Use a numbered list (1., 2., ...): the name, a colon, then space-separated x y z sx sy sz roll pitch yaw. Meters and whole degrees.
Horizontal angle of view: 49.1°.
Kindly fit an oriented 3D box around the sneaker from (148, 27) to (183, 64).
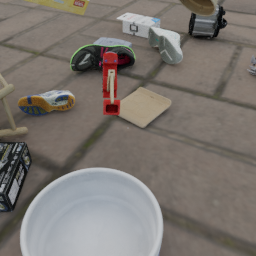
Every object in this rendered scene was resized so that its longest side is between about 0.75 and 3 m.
1. sneaker: 1.835 -3.711 12.156 1.181 1.036 2.947 -7 40 -13

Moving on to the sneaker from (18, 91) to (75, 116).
1. sneaker: -2.645 -0.863 9.169 1.772 0.667 0.781 -4 27 -14

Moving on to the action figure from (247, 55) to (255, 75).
1. action figure: 5.704 -2.570 10.981 1.550 0.826 2.382 34 54 27

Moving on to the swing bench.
1. swing bench: -4.772 -0.656 7.945 2.728 1.770 2.713 -25 46 -26

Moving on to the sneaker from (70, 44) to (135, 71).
1. sneaker: -0.943 -2.689 10.949 2.650 1.017 1.110 -13 38 -13

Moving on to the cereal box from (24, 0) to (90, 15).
1. cereal box: -2.011 -3.235 5.937 2.139 0.423 1.539 47 33 23

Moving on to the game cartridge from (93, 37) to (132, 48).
1. game cartridge: -0.703 -3.742 12.756 1.618 0.327 1.079 17 46 19

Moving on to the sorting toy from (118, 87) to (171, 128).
1. sorting toy: 0.446 -0.675 9.155 1.409 0.278 1.522 28 52 30

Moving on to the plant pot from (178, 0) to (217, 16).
1. plant pot: 2.519 -4.655 9.086 1.461 1.461 1.338 31 89 31

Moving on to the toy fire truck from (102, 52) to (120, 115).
1. toy fire truck: -0.396 -1.032 6.346 0.356 1.461 1.031 0 4 -8

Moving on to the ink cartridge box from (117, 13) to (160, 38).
1. ink cartridge box: 0.513 -5.227 14.225 1.960 0.654 1.135 22 45 24

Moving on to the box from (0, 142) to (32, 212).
1. box: -3.203 1.116 6.643 1.325 0.697 1.618 0 40 0

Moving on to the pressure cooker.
1. pressure cooker: 3.825 -5.083 13.308 1.725 1.541 1.517 7 76 5

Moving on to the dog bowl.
1. dog bowl: -0.634 2.018 5.339 2.531 0.997 2.531 0 40 0
